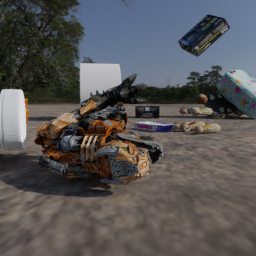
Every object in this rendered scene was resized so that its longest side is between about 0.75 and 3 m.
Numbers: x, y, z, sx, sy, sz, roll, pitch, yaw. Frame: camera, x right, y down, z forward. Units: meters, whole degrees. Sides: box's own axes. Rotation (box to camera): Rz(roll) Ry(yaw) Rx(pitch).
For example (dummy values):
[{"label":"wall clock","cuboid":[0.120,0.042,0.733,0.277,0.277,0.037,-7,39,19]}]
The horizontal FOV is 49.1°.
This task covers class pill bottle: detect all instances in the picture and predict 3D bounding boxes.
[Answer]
[{"label":"pill bottle","cuboid":[-2.748,-0.098,4.036,2.332,1.306,1.306,-2,6,-15]}]

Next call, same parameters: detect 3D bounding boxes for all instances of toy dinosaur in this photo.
[{"label":"toy dinosaur","cuboid":[-0.538,0.055,3.785,2.539,1.297,1.723,30,40,34]}]

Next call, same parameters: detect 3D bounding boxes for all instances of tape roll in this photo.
[{"label":"tape roll","cuboid":[-1.332,-1.703,13.100,1.784,2.598,2.598,0,6,-8]}]

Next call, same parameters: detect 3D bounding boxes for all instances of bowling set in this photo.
[{"label":"bowling set","cuboid":[1.917,-0.424,8.376,0.876,1.135,1.631,-5,4,-28]}]

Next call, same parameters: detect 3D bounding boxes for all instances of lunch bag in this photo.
[{"label":"lunch bag","cuboid":[5.999,-1.824,14.003,2.277,1.094,2.839,-17,56,-37]}]

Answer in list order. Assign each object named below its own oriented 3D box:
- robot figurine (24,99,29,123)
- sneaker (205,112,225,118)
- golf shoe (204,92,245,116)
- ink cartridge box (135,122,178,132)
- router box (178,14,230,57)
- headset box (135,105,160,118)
[{"label":"robot figurine","cuboid":[-5.096,-0.770,10.679,2.420,0.704,1.754,5,32,-27]},{"label":"sneaker","cuboid":[4.295,-0.604,13.825,0.940,0.354,0.414,11,-1,30]},{"label":"golf shoe","cuboid":[5.024,-1.033,14.684,2.973,1.148,1.309,8,-19,-23]},{"label":"ink cartridge box","cuboid":[0.858,-0.048,8.655,0.646,0.253,1.365,-3,4,-35]},{"label":"router box","cuboid":[3.233,-4.016,12.118,0.567,1.825,1.367,44,8,-33]},{"label":"headset box","cuboid":[1.030,-0.864,14.544,1.224,0.618,1.646,0,6,5]}]
